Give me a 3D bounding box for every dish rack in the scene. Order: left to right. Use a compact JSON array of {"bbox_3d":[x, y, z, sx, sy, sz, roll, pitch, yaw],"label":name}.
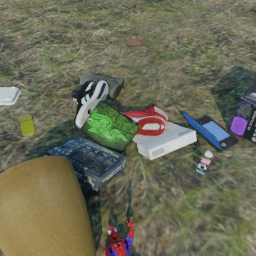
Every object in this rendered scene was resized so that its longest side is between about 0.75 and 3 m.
[{"bbox_3d":[-5.789,-1.535,12.873,1.431,0.312,1.228,1,42,0],"label":"dish rack"}]

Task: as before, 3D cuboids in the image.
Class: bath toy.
[{"bbox_3d":[2.607,1.155,9.398,0.306,0.827,0.360,29,17,23],"label":"bath toy"}]

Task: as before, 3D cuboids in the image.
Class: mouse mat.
[{"bbox_3d":[-0.645,0.032,10.020,1.740,1.400,0.066,36,10,-3],"label":"mouse mat"}]

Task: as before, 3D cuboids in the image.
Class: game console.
[{"bbox_3d":[3.161,-0.038,10.647,1.540,1.068,1.805,-22,47,-23],"label":"game console"}]

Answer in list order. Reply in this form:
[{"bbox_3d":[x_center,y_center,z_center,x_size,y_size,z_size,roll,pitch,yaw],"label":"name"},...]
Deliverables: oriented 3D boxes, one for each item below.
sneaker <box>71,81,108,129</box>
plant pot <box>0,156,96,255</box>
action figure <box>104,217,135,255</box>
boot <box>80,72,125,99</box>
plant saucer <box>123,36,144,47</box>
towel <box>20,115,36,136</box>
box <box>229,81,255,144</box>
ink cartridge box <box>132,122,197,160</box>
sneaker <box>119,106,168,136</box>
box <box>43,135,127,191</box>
[{"bbox_3d":[-1.929,-0.964,11.928,1.472,0.961,2.631,1,47,28],"label":"sneaker"},{"bbox_3d":[-1.970,2.580,7.012,2.600,2.600,2.790,-24,63,-25],"label":"plant pot"},{"bbox_3d":[0.036,3.379,6.763,0.890,1.350,2.727,-16,42,-18],"label":"action figure"},{"bbox_3d":[-1.300,-2.045,13.123,1.978,0.718,1.798,16,30,7],"label":"boot"},{"bbox_3d":[0.358,-5.241,17.014,1.268,0.218,1.268,-1,42,0],"label":"plant saucer"},{"bbox_3d":[-4.120,-0.127,11.464,0.493,0.103,1.145,-16,45,-16],"label":"towel"},{"bbox_3d":[5.524,-0.907,11.022,1.584,1.826,2.987,29,50,27],"label":"box"},{"bbox_3d":[1.253,0.415,10.617,2.008,0.449,1.769,-20,20,-20],"label":"ink cartridge box"},{"bbox_3d":[0.327,-0.299,11.287,2.672,1.047,1.544,9,21,18],"label":"sneaker"},{"bbox_3d":[-1.414,1.083,9.394,2.223,0.567,1.753,21,26,21],"label":"box"}]
